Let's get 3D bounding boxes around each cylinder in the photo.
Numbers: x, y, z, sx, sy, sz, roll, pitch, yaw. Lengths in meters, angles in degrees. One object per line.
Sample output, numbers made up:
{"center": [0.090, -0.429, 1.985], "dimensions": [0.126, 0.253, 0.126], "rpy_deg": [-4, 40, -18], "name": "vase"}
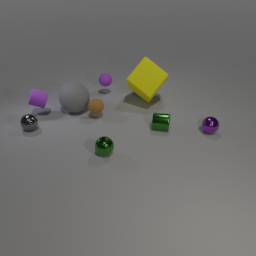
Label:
{"center": [-3.985, -1.297, 12.431], "dimensions": [0.700, 0.700, 0.700], "rpy_deg": [15, 25, -23], "name": "cylinder"}
{"center": [1.385, -0.265, 11.649], "dimensions": [0.700, 0.700, 0.700], "rpy_deg": [7, 31, 11], "name": "cylinder"}

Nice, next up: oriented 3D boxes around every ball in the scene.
{"center": [-1.172, -2.502, 14.541], "dimensions": [0.700, 0.700, 0.700], "rpy_deg": [0, 30, 0], "name": "ball"}
{"center": [-1.411, -0.970, 12.388], "dimensions": [0.700, 0.700, 0.700], "rpy_deg": [0, 30, 0], "name": "ball"}
{"center": [-0.849, 0.647, 10.052], "dimensions": [0.700, 0.700, 0.700], "rpy_deg": [0, 30, 0], "name": "ball"}
{"center": [3.357, -0.120, 11.411], "dimensions": [0.700, 0.700, 0.700], "rpy_deg": [0, 30, 0], "name": "ball"}
{"center": [-2.458, -1.414, 12.862], "dimensions": [1.400, 1.400, 1.400], "rpy_deg": [0, 30, 0], "name": "ball"}
{"center": [-4.091, -0.230, 11.597], "dimensions": [0.700, 0.700, 0.700], "rpy_deg": [0, 30, 0], "name": "ball"}

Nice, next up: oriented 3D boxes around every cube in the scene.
{"center": [0.900, -2.277, 13.443], "dimensions": [1.400, 1.400, 1.400], "rpy_deg": [39, -3, 3], "name": "cube"}
